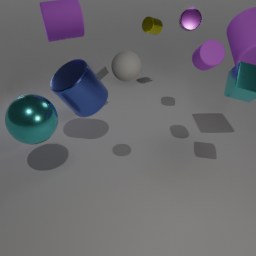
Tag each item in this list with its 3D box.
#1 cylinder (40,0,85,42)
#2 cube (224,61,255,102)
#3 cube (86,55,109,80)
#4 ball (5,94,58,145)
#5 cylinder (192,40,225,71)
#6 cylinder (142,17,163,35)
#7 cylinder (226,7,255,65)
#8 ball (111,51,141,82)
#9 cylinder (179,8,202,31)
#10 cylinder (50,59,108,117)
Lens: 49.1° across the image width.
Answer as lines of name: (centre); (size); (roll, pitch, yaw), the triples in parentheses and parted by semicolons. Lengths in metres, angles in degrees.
cylinder: (-2.488, -4.098, 10.630); (1.400, 1.400, 1.400); (-13, 33, -13)
cube: (2.916, -1.135, 6.990); (0.700, 0.700, 0.700); (14, -12, -1)
cube: (-1.313, -2.408, 11.443); (0.700, 0.700, 0.700); (-41, 76, -1)
ball: (-2.664, -0.240, 7.789); (1.400, 1.400, 1.400); (0, 31, 0)
cylinder: (2.216, -2.000, 7.761); (0.700, 0.700, 0.700); (-3, 1, -5)
cylinder: (1.111, -4.676, 12.828); (0.700, 0.700, 0.700); (27, 24, 38)
cylinder: (3.723, -2.500, 8.160); (1.400, 1.400, 1.400); (-1, 61, -1)
ball: (-0.038, -1.436, 6.529); (0.700, 0.700, 0.700); (0, 31, 0)
cylinder: (2.141, -3.741, 9.687); (0.700, 0.700, 0.700); (3, 17, 4)
cylinder: (-1.590, -1.302, 9.308); (1.400, 1.400, 1.400); (-17, 49, 21)
